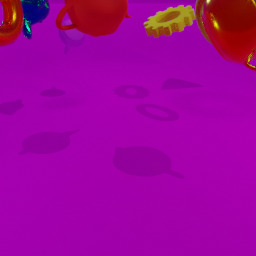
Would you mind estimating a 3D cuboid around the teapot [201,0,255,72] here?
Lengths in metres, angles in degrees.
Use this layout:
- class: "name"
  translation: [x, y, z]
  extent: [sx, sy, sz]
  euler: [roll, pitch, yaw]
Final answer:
- class: "teapot"
  translation: [1.712, -1.679, 4.229]
  extent: [0.951, 1.942, 1.207]
  euler: [-28, -6, 36]

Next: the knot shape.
- class: "knot shape"
  translation: [-1.829, -2.024, 3.892]
  extent: [0.866, 1.754, 1.875]
  euler: [14, -9, -18]

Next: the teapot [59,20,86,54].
- class: "teapot"
  translation: [-1.787, -2.990, 8.903]
  extent: [0.869, 1.397, 0.684]
  euler: [20, -17, -24]

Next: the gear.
- class: "gear"
  translation: [1.279, -3.330, 8.717]
  extent: [1.545, 0.286, 1.545]
  euler: [-15, 37, 12]

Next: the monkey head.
- class: "monkey head"
  translation: [-2.375, -2.868, 7.039]
  extent: [0.940, 1.122, 1.560]
  euler: [-22, 5, -20]

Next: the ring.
- class: "ring"
  translation: [2.141, -2.661, 6.826]
  extent: [0.289, 1.443, 1.443]
  euler: [-29, 33, -9]

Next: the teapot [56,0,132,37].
- class: "teapot"
  translation: [-0.522, -2.071, 4.992]
  extent: [1.767, 0.865, 1.098]
  euler: [-30, 56, -35]
